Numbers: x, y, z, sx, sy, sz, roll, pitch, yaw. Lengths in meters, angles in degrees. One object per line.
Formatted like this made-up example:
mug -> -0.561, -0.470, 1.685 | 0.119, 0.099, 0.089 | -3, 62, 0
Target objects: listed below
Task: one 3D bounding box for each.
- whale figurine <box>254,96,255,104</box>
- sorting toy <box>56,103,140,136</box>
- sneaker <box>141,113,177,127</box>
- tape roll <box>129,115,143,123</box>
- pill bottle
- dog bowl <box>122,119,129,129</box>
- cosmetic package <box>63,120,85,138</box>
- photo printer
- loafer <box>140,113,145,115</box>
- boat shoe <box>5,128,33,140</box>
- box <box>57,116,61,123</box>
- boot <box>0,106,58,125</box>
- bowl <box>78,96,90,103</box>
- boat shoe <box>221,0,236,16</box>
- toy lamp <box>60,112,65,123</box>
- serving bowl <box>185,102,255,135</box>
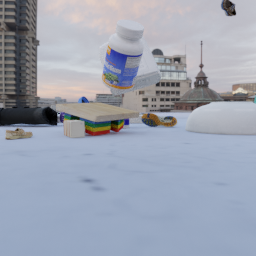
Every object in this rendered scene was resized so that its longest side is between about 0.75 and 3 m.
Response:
whale figurine -> 4.901, -0.875, 9.267 | 1.469, 2.252, 2.831 | -24, -19, 28
sorting toy -> -0.894, -0.287, 8.262 | 1.775, 0.618, 1.764 | 16, 16, 39
sneaker -> 1.244, -0.251, 11.084 | 1.434, 0.540, 0.632 | 10, -1, 17
tape roll -> 0.278, -0.486, 14.587 | 2.179, 0.398, 2.179 | 0, 3, 0
pill bottle -> -0.106, -1.743, 6.777 | 0.868, 1.550, 0.868 | 9, 38, -7
dog bowl -> -0.497, -0.219, 10.490 | 1.112, 0.438, 1.112 | 0, 4, 0
cosmetic package -> -1.402, 0.016, 7.239 | 0.360, 0.427, 0.826 | -4, 4, -26
photo printer -> -0.018, -2.409, 10.183 | 1.875, 2.253, 0.782 | -18, -30, -2
loafer -> 1.224, -0.574, 16.484 | 1.254, 0.451, 0.394 | 8, -17, 25
boat shoe -> -2.635, 0.124, 6.837 | 0.282, 0.256, 0.792 | 2, 4, 23
box -> -3.500, -0.478, 14.871 | 1.117, 0.341, 1.410 | -2, 4, -28
boot -> -4.577, -0.466, 11.080 | 2.922, 0.959, 2.408 | 5, 5, 12
bowl -> -3.053, -1.446, 20.091 | 0.328, 1.673, 1.673 | -19, -1, 15
boat shoe -> 2.839, -3.390, 7.811 | 0.307, 0.306, 0.848 | 25, 9, 32
toy lamp -> -1.726, -0.472, 12.340 | 2.496, 0.727, 0.727 | -3, 5, -27
serving bowl -> 3.297, -0.362, 8.963 | 2.869, 0.944, 2.869 | -1, 4, 0
